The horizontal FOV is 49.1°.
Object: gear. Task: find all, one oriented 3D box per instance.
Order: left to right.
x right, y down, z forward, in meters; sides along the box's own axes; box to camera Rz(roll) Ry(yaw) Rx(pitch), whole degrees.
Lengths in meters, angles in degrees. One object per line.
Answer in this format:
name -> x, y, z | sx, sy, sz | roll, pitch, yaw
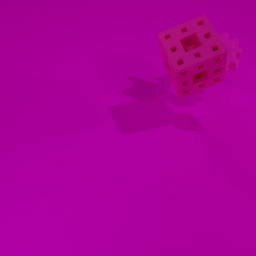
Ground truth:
gear -> 2.323, -2.059, 7.897 | 1.608, 0.297, 1.608 | -7, 58, 11

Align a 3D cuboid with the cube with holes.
cube with holes -> 1.485, -1.619, 6.528 | 1.145, 1.145, 1.145 | -21, 63, 5
